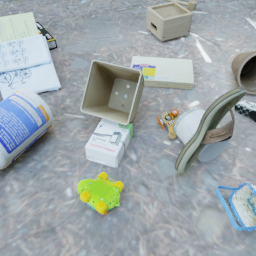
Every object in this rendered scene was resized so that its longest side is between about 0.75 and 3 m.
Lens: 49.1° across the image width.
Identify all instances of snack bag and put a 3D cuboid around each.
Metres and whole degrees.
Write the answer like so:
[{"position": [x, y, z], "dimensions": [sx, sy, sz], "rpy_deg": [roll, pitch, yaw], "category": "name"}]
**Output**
[{"position": [-4.268, -2.469, 11.455], "dimensions": [2.430, 0.276, 2.578], "rpy_deg": [-17, 80, -16], "category": "snack bag"}]

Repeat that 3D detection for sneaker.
[{"position": [4.738, -0.629, 10.375], "dimensions": [0.625, 0.523, 1.413], "rpy_deg": [-34, 55, -26], "category": "sneaker"}]

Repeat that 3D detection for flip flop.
[{"position": [2.313, 0.193, 7.603], "dimensions": [0.837, 2.907, 1.179], "rpy_deg": [40, 20, 27], "category": "flip flop"}]

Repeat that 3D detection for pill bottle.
[{"position": [-3.921, 0.209, 8.744], "dimensions": [1.671, 1.671, 2.981], "rpy_deg": [24, 50, 22], "category": "pill bottle"}]

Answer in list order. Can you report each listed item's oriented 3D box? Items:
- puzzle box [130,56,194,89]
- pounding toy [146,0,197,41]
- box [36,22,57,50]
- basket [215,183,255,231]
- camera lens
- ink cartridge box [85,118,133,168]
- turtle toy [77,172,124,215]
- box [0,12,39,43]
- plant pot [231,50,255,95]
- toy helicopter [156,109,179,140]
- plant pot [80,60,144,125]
[{"position": [1.451, -2.463, 12.299], "dimensions": [2.769, 0.352, 1.843], "rpy_deg": [5, 46, 5], "category": "puzzle box"}, {"position": [2.438, -5.960, 15.082], "dimensions": [2.829, 1.294, 2.485], "rpy_deg": [-19, 48, -18], "category": "pounding toy"}, {"position": [-4.933, -4.510, 14.181], "dimensions": [1.860, 0.575, 2.329], "rpy_deg": [-26, 51, -21], "category": "box"}, {"position": [3.084, 2.076, 7.307], "dimensions": [1.411, 0.982, 1.244], "rpy_deg": [11, 40, -23], "category": "basket"}, {"position": [2.339, 0.174, 9.089], "dimensions": [1.224, 1.224, 1.530], "rpy_deg": [-19, 50, -18], "category": "camera lens"}, {"position": [-0.594, 0.435, 9.245], "dimensions": [1.098, 0.634, 1.510], "rpy_deg": [14, 47, 13], "category": "ink cartridge box"}, {"position": [-0.828, 1.826, 7.808], "dimensions": [1.443, 0.729, 1.052], "rpy_deg": [25, 49, 24], "category": "turtle toy"}, {"position": [-5.065, -3.721, 12.374], "dimensions": [2.362, 1.142, 2.077], "rpy_deg": [-16, 79, -16], "category": "box"}, {"position": [5.042, -2.444, 11.566], "dimensions": [1.768, 1.768, 1.542], "rpy_deg": [-5, 28, -5], "category": "plant pot"}, {"position": [1.438, -0.111, 9.933], "dimensions": [0.808, 0.482, 1.222], "rpy_deg": [-1, 52, -4], "category": "toy helicopter"}, {"position": [-0.326, -1.179, 9.737], "dimensions": [1.779, 1.777, 1.575], "rpy_deg": [17, 7, 19], "category": "plant pot"}]
